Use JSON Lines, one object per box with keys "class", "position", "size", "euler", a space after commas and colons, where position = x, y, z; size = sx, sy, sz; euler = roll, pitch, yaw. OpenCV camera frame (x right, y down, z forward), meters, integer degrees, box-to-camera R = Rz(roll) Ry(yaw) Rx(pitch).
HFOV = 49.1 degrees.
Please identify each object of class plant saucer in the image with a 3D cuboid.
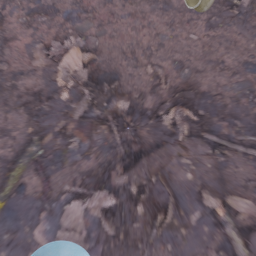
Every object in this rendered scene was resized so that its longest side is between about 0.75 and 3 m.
{"class": "plant saucer", "position": [-0.803, 1.779, 3.236], "size": [0.876, 0.169, 0.876], "euler": [10, 57, -15]}

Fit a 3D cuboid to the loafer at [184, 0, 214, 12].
{"class": "loafer", "position": [1.278, -3.993, 6.048], "size": [1.004, 2.939, 1.112], "euler": [-21, 30, -12]}
